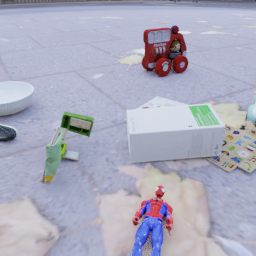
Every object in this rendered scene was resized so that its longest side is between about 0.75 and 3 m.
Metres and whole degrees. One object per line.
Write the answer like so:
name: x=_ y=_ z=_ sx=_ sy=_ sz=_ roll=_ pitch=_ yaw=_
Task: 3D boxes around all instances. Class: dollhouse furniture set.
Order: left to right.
dollhouse furniture set: x=-1.687 y=0.499 z=8.198 sx=1.012 sy=1.310 sz=2.620 roll=15 pitch=27 yaw=-8

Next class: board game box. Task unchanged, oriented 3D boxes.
board game box: x=1.263 y=-0.532 z=10.972 sx=1.654 sy=0.436 sz=2.162 roll=21 pitch=36 yaw=32

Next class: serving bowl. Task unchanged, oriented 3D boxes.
serving bowl: x=-5.145 y=-1.146 z=11.674 sx=2.490 sy=0.819 sz=2.490 roll=-1 pitch=30 yaw=0

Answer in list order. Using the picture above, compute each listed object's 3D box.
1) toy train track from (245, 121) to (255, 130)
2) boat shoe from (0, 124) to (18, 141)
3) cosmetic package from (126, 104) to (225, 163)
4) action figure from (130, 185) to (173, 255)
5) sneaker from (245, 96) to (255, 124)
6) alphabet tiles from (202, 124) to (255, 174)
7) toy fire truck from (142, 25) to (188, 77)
toy train track: x=4.796 y=0.110 z=9.881 sx=1.764 sy=0.287 sz=1.012 roll=-9 pitch=40 yaw=4
boat shoe: x=-4.685 y=0.146 z=9.614 sx=1.670 sy=0.624 sz=0.554 roll=14 pitch=19 yaw=5
cosmetic package: x=1.393 y=0.149 z=8.904 sx=2.817 sy=1.195 sz=1.516 roll=-4 pitch=34 yaw=-4
action figure: x=0.520 y=2.173 z=6.071 sx=0.880 sy=0.696 sz=2.691 roll=5 pitch=27 yaw=13
sneaker: x=5.623 y=-0.650 z=10.903 sx=1.540 sy=0.856 sz=2.201 roll=19 pitch=44 yaw=28
alphabet tiles: x=3.525 y=0.585 z=9.103 sx=2.410 sy=0.076 sz=2.005 roll=-27 pitch=38 yaw=-28
toy fire truck: x=2.140 y=-4.386 z=15.687 sx=2.948 sy=2.475 sz=1.653 roll=-17 pitch=34 yaw=-27
